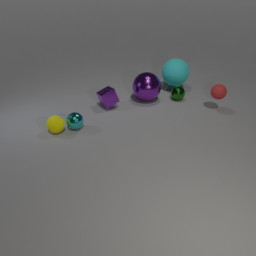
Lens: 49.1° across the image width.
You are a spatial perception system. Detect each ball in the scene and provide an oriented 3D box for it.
[{"bbox_3d":[-2.890,-0.144,11.167,0.700,0.700,0.700,0,31,0],"label":"ball"},{"bbox_3d":[-2.155,-0.296,11.391,0.700,0.700,0.700,0,31,0],"label":"ball"},{"bbox_3d":[2.458,-2.884,14.550,1.400,1.400,1.400,0,31,0],"label":"ball"},{"bbox_3d":[4.081,-1.631,12.601,0.700,0.700,0.700,0,31,0],"label":"ball"},{"bbox_3d":[0.908,-1.999,13.576,1.400,1.400,1.400,0,31,0],"label":"ball"},{"bbox_3d":[2.460,-1.724,13.802,0.700,0.700,0.700,0,31,0],"label":"ball"}]

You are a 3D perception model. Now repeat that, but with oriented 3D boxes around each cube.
[{"bbox_3d":[-0.934,-1.431,12.954,0.700,0.700,0.700,-32,31,-15],"label":"cube"}]
